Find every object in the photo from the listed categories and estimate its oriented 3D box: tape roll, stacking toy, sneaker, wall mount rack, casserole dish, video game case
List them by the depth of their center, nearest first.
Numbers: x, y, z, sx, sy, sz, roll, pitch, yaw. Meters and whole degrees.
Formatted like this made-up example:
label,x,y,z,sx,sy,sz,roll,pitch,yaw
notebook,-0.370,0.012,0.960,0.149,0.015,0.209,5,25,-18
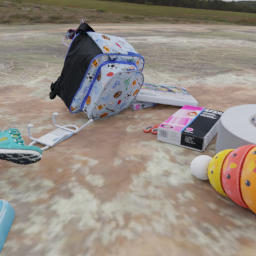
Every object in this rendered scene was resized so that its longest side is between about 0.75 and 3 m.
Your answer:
label,x,y,z,sx,sy,sz,roll,pitch,yaw
casserole dish,-2.347,1.578,4.359,0.897,0.287,1.480,-2,25,-4
stacking toy,1.991,0.869,5.142,1.479,1.479,2.024,-21,13,-38
sneaker,-2.450,0.322,5.809,1.727,0.669,0.688,8,69,30
tape roll,3.446,0.312,6.381,2.721,0.899,2.721,0,24,0
wall mount rack,-1.747,0.073,7.259,1.414,0.607,1.627,14,29,27
video game case,1.239,-1.251,10.201,2.159,0.248,1.967,6,23,-6

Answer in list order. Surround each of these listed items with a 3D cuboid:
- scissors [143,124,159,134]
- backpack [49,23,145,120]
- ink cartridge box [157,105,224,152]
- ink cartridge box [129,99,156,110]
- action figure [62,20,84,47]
label,x,y,z,sx,sy,sz,roll,pitch,yaw
scissors,0.950,-0.095,8.239,0.475,0.090,1.298,15,30,34
backpack,-0.679,-1.638,8.721,2.108,2.737,2.607,49,39,12
ink cartridge box,1.959,-0.164,8.012,1.247,0.488,2.634,14,26,28
ink cartridge box,0.501,-0.915,9.884,1.114,0.234,0.665,-17,30,-28
action figure,-2.252,-4.591,14.102,1.154,1.283,1.723,46,31,3
